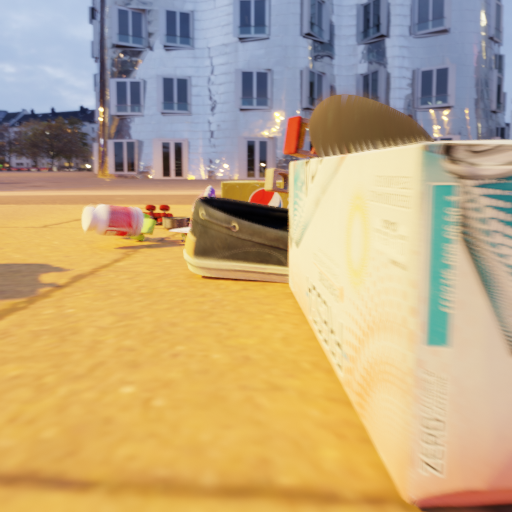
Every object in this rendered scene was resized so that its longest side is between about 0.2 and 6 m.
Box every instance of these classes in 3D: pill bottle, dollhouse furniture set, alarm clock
[{"bbox_3d":[-2.732,-0.670,10.659,1.039,0.583,0.583,3,5,-35],"label":"pill bottle"},{"bbox_3d":[0.654,-1.181,9.401,0.976,2.399,1.291,5,4,-28],"label":"dollhouse furniture set"},{"bbox_3d":[-2.096,-0.820,14.083,1.024,0.341,0.691,2,9,3],"label":"alarm clock"}]

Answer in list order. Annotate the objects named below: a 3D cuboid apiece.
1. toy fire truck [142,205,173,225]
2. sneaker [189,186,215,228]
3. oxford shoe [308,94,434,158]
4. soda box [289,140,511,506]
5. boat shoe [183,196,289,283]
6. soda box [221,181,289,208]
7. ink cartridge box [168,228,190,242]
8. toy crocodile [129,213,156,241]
[{"bbox_3d":[-2.708,-1.050,15.468,0.923,0.517,0.775,1,-16,1],"label":"toy fire truck"},{"bbox_3d":[-1.080,-0.991,12.920,0.693,0.630,1.567,31,34,-21],"label":"sneaker"},{"bbox_3d":[2.326,-0.969,8.114,3.706,1.322,1.321,37,10,3],"label":"oxford shoe"},{"bbox_3d":[1.179,-0.032,4.393,1.447,1.556,4.551,-1,8,-3],"label":"soda box"},{"bbox_3d":[0.701,-0.285,7.382,3.419,1.064,1.275,3,18,9],"label":"boat shoe"},{"bbox_3d":[0.923,-1.377,14.817,3.590,1.216,1.149,1,8,9],"label":"soda box"},{"bbox_3d":[-1.180,-0.422,11.539,0.643,0.297,1.181,6,11,34],"label":"ink cartridge box"},{"bbox_3d":[-2.705,-0.685,11.765,1.672,0.564,0.516,13,-6,43],"label":"toy crocodile"}]
